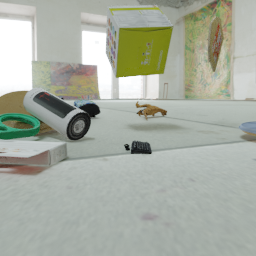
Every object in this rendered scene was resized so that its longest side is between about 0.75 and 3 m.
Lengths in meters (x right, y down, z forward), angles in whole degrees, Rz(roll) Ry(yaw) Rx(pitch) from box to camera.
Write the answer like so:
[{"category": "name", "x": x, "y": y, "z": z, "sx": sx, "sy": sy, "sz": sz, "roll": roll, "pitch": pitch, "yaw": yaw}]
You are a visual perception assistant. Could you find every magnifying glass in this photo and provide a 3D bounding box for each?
[{"category": "magnifying glass", "x": -3.258, "y": 0.100, "z": 7.076, "sx": 1.145, "sy": 0.322, "sz": 2.876, "roll": 20, "pitch": 20, "yaw": 8}]

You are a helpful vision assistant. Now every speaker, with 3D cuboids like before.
[{"category": "speaker", "x": -2.120, "y": -0.451, "z": 8.200, "sx": 2.177, "sy": 0.884, "sz": 0.884, "roll": 28, "pitch": 23, "yaw": 34}]

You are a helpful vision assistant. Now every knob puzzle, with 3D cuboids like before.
[{"category": "knob puzzle", "x": 3.123, "y": -3.233, "z": 10.324, "sx": 0.280, "sy": 2.018, "sz": 2.018, "roll": 10, "pitch": 12, "yaw": 29}]

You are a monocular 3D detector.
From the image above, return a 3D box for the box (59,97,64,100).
[{"category": "box", "x": -4.221, "y": -1.028, "z": 14.244, "sx": 1.714, "sy": 1.062, "sz": 1.685, "roll": -1, "pitch": 6, "yaw": -6}]

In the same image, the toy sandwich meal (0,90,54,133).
[{"category": "toy sandwich meal", "x": -3.355, "y": -0.411, "z": 9.600, "sx": 2.773, "sy": 0.950, "sz": 2.773, "roll": 10, "pitch": 33, "yaw": -7}]

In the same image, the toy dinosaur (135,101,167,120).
[{"category": "toy dinosaur", "x": 1.057, "y": -0.930, "z": 14.287, "sx": 1.499, "sy": 0.852, "sz": 2.822, "roll": 6, "pitch": 10, "yaw": 34}]

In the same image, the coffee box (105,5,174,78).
[{"category": "coffee box", "x": 0.280, "y": -2.893, "z": 9.324, "sx": 1.749, "sy": 1.746, "sz": 1.729, "roll": -7, "pitch": 45, "yaw": -14}]

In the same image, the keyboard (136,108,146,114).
[{"category": "keyboard", "x": 1.040, "y": -1.014, "z": 17.447, "sx": 0.916, "sy": 0.349, "sz": 1.760, "roll": -22, "pitch": 5, "yaw": 10}]

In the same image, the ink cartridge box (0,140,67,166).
[{"category": "ink cartridge box", "x": -2.171, "y": 0.508, "z": 5.255, "sx": 1.612, "sy": 0.351, "sz": 1.400, "roll": 2, "pitch": 8, "yaw": 13}]

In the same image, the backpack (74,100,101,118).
[{"category": "backpack", "x": -2.222, "y": -0.953, "z": 14.173, "sx": 1.203, "sy": 1.134, "sz": 1.474, "roll": -15, "pitch": 0, "yaw": -22}]

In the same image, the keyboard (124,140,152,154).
[{"category": "keyboard", "x": 0.219, "y": 0.438, "z": 6.612, "sx": 0.645, "sy": 0.138, "sz": 1.073, "roll": 0, "pitch": 7, "yaw": 2}]

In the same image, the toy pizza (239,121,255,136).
[{"category": "toy pizza", "x": 4.429, "y": 0.140, "z": 7.863, "sx": 2.478, "sy": 0.393, "sz": 2.478, "roll": -1, "pitch": 9, "yaw": 0}]
